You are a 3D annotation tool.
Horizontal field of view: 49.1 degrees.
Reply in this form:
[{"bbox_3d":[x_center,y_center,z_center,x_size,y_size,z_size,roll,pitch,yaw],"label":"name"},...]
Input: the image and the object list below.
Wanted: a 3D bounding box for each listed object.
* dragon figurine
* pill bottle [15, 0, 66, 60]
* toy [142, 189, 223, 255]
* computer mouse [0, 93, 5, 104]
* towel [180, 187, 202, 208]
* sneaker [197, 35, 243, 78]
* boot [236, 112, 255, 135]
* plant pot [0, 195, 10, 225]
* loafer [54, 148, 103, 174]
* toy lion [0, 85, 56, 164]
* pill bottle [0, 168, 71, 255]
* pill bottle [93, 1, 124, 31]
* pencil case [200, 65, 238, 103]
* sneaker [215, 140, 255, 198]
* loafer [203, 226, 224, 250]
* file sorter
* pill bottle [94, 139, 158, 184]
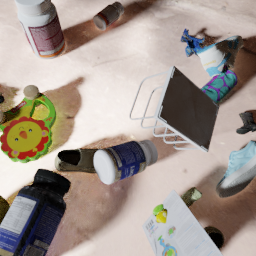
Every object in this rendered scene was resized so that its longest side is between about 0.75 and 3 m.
[{"bbox_3d":[2.740,-3.374,11.823,0.990,0.586,1.991,0,60,0],"label":"dragon figurine"},{"bbox_3d":[-3.436,-4.121,11.084,1.478,2.590,1.478,0,61,0],"label":"pill bottle"},{"bbox_3d":[1.471,3.092,7.434,1.561,0.640,2.712,-52,34,9],"label":"toy"},{"bbox_3d":[-5.546,-0.545,10.331,1.218,0.487,2.222,15,56,3],"label":"computer mouse"},{"bbox_3d":[1.829,2.081,8.402,0.733,0.988,0.180,-40,90,0],"label":"towel"},{"bbox_3d":[3.800,-2.894,11.198,2.892,1.106,1.168,-32,101,-38],"label":"sneaker"},{"bbox_3d":[4.253,-0.203,10.248,0.941,0.326,0.819,-8,56,-9],"label":"boot"},{"bbox_3d":[-4.082,2.533,8.193,1.453,1.453,1.031,33,42,17],"label":"plant pot"},{"bbox_3d":[-1.405,1.055,9.253,2.144,0.732,0.811,-6,61,-4],"label":"loafer"},{"bbox_3d":[-3.525,-0.044,9.938,2.328,0.834,2.428,41,68,13],"label":"toy lion"},{"bbox_3d":[-2.674,2.578,7.982,1.483,1.483,2.652,17,61,9],"label":"pill bottle"},{"bbox_3d":[-0.853,-5.100,12.686,0.762,0.762,1.390,36,67,18],"label":"pill bottle"},{"bbox_3d":[3.146,-1.406,10.521,2.080,0.885,0.961,-38,109,-20],"label":"pencil case"},{"bbox_3d":[3.607,1.301,9.192,2.423,0.895,0.993,-35,39,-15],"label":"sneaker"},{"bbox_3d":[1.747,3.573,7.800,2.416,0.815,0.918,-38,67,-19],"label":"loafer"},{"bbox_3d":[1.389,-0.449,8.522,2.313,1.440,1.605,32,68,-33],"label":"file sorter"},{"bbox_3d":[-0.033,0.990,8.833,1.869,1.081,1.081,-15,59,-33],"label":"pill bottle"}]
